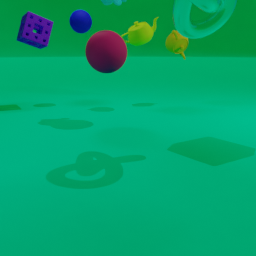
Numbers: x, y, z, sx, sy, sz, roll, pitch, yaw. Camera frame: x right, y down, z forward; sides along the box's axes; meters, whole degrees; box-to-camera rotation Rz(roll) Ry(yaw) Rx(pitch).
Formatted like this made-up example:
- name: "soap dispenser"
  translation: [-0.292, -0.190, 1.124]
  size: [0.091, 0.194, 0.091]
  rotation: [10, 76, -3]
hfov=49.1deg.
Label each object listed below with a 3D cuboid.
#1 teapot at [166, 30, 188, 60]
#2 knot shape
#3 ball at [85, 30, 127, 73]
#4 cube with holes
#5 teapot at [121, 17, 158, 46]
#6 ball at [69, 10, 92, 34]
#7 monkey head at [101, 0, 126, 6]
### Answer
- name: "teapot"
  translation: [1.965, -3.260, 10.918]
  size: [0.902, 1.450, 0.710]
  rotation: [-31, 53, 6]
- name: "knot shape"
  translation: [1.067, -2.369, 4.363]
  size: [0.914, 1.979, 1.852]
  rotation: [6, 26, 32]
- name: "ball"
  translation: [-0.612, -2.148, 7.940]
  size: [1.180, 1.180, 1.180]
  rotation: [0, 16, 0]
- name: "cube with holes"
  translation: [-3.389, -3.514, 10.172]
  size: [0.913, 0.913, 0.913]
  rotation: [14, -1, -34]
- name: "teapot"
  translation: [0.446, -3.400, 9.866]
  size: [1.495, 0.732, 0.929]
  rotation: [-22, 33, 6]
- name: "ball"
  translation: [-1.782, -4.007, 10.560]
  size: [0.841, 0.841, 0.841]
  rotation: [0, 16, 0]
- name: "monkey head"
  translation: [-0.330, -3.863, 7.701]
  size: [0.985, 1.369, 0.825]
  rotation: [0, -7, -32]
